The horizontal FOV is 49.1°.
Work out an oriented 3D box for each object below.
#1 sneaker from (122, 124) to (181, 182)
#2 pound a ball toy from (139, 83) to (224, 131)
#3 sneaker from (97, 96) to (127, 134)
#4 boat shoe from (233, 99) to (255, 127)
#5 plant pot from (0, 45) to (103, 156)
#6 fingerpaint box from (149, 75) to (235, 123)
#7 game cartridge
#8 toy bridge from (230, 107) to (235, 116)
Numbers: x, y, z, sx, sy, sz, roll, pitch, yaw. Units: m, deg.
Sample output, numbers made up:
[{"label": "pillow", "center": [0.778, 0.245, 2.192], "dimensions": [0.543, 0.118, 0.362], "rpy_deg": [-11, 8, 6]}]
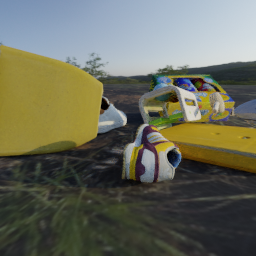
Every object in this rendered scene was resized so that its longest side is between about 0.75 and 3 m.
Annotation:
[{"label": "sneaker", "center": [0.573, 0.510, 5.637], "dimensions": [0.993, 0.826, 2.204], "rpy_deg": [8, 20, 12]}, {"label": "pound a ball toy", "center": [1.734, -0.791, 8.505], "dimensions": [1.949, 1.270, 2.989], "rpy_deg": [-19, -4, 23]}, {"label": "sneaker", "center": [-0.688, -0.589, 10.041], "dimensions": [0.999, 1.161, 2.744], "rpy_deg": [1, 10, 15]}, {"label": "boat shoe", "center": [4.464, -0.337, 9.205], "dimensions": [0.986, 0.900, 2.739], "rpy_deg": [-31, 11, -6]}, {"label": "plant pot", "center": [-2.088, -0.665, 7.533], "dimensions": [2.536, 2.463, 2.479], "rpy_deg": [5, 9, -20]}, {"label": "fingerpaint box", "center": [2.520, -1.278, 11.556], "dimensions": [2.754, 1.010, 2.297], "rpy_deg": [-2, 39, -13]}, {"label": "game cartridge", "center": [2.232, 0.364, 7.136], "dimensions": [2.988, 0.485, 2.634], "rpy_deg": [6, 13, 40]}, {"label": "toy bridge", "center": [4.791, -0.768, 12.882], "dimensions": [1.140, 0.383, 0.155], "rpy_deg": [-4, 12, -20]}]
